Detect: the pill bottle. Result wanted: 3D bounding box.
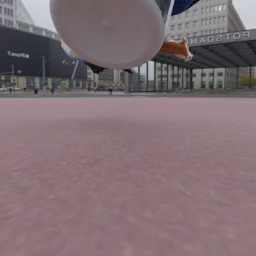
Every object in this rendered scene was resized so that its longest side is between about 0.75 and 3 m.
[{"bbox_3d":[0.049,-2.456,4.316,1.563,2.942,1.563,12,-31,7],"label":"pill bottle"}]

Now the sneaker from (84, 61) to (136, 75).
[{"bbox_3d":[-0.768,-2.406,10.929,2.123,1.053,0.751,32,2,8],"label":"sneaker"}]

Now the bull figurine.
[{"bbox_3d":[0.952,-1.631,5.559,0.808,0.490,0.263,13,-4,-6],"label":"bull figurine"}]

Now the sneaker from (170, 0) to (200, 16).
[{"bbox_3d":[1.843,-3.758,7.359,1.023,0.921,2.626,-27,11,-23],"label":"sneaker"}]

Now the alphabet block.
[{"bbox_3d":[-0.730,-3.353,8.615,2.274,2.315,2.262,0,25,-23],"label":"alphabet block"}]
